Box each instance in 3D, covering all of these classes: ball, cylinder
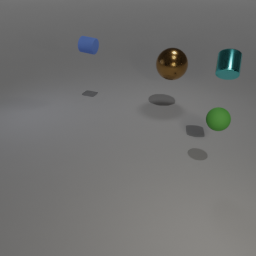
[{"bbox_3d":[2.640,-0.257,8.192,0.700,0.700,0.700,0,28,0],"label":"ball"},{"bbox_3d":[1.931,-2.806,12.309,1.400,1.400,1.400,0,28,0],"label":"ball"},{"bbox_3d":[-1.748,-3.662,12.387,0.700,0.700,0.700,16,32,16],"label":"cylinder"},{"bbox_3d":[3.039,-1.914,8.455,0.700,0.700,0.700,12,-13,3],"label":"cylinder"}]
